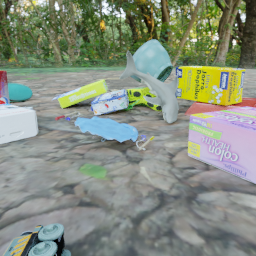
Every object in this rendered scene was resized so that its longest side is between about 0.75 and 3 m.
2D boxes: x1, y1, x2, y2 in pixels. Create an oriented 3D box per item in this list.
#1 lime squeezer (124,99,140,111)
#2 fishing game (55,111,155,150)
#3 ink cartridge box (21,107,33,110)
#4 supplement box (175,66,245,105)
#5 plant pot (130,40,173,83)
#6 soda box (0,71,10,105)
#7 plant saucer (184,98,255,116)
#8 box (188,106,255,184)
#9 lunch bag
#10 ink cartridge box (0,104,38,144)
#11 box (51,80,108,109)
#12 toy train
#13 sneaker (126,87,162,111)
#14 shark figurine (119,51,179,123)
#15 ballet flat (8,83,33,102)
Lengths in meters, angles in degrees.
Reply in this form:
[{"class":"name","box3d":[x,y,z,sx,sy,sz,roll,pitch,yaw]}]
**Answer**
[{"class":"lime squeezer","box3d":[0.052,-0.934,12.070,1.122,0.212,0.396,-15,29,42]},{"class":"fishing game","box3d":[-0.567,0.072,7.437,2.469,0.384,1.768,17,16,11]},{"class":"ink cartridge box","box3d":[-4.132,-0.525,10.423,1.089,0.457,0.956,-1,14,0]},{"class":"supplement box","box3d":[3.254,-1.787,11.400,1.335,1.327,2.437,-14,21,-42]},{"class":"plant pot","box3d":[1.071,-2.545,11.763,1.255,1.874,1.874,45,34,19]},{"class":"soda box","box3d":[-4.976,-1.294,10.727,0.622,1.777,0.563,9,18,32]},{"class":"plant saucer","box3d":[4.209,-0.891,11.662,2.940,0.541,2.946,9,17,28]},{"class":"box","box3d":[2.838,0.237,6.464,2.155,1.042,1.895,-10,18,-30]},{"class":"lunch bag","box3d":[-0.765,-1.099,11.805,1.545,0.729,1.929,-11,13,6]},{"class":"ink cartridge box","box3d":[-3.841,-0.179,8.507,1.866,0.801,1.366,12,19,41]},{"class":"box","box3d":[-2.172,-1.567,12.979,2.426,0.578,1.479,-20,14,3]},{"class":"toy train","box3d":[-1.058,1.487,2.935,0.729,0.545,1.279,-9,15,2]},{"class":"sneaker","box3d":[1.051,-1.449,12.684,2.870,1.063,1.199,14,24,42]},{"class":"shark figurine","box3d":[1.199,-1.619,10.424,1.814,1.267,3.036,-17,61,-49]},{"class":"ballet flat","box3d":[-6.276,-1.680,13.909,2.887,0.972,1.016,-11,1,-41]}]
